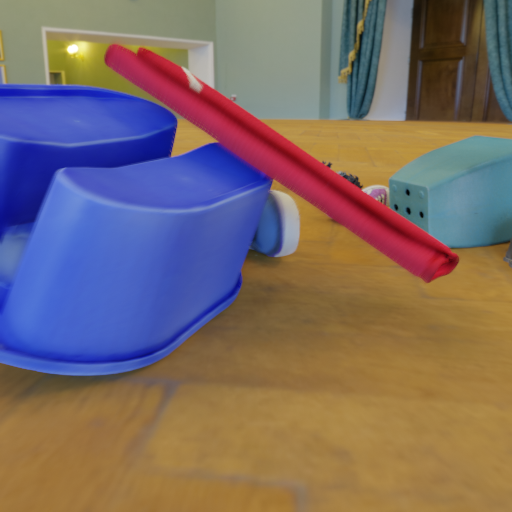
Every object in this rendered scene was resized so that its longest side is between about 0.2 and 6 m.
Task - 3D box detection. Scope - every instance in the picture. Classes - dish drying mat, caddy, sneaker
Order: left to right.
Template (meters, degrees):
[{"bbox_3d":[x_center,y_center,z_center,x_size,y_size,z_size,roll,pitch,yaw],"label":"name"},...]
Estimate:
[{"bbox_3d":[-1.764,-0.345,6.551,3.141,2.332,4.443,29,24,14],"label":"caddy"},{"bbox_3d":[-0.673,-0.564,9.144,1.996,1.098,2.726,-6,17,-20],"label":"sneaker"},{"bbox_3d":[0.311,-1.246,6.854,4.764,0.434,1.830,37,16,20],"label":"dish drying mat"},{"bbox_3d":[2.319,-0.960,11.526,1.699,0.616,0.969,-15,27,-20],"label":"sneaker"}]

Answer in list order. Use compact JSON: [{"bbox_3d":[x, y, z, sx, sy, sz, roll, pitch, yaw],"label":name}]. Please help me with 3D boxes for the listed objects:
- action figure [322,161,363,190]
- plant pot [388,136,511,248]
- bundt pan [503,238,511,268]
[{"bbox_3d":[2.162,-1.858,14.264,1.343,0.686,0.798,33,17,13],"label":"action figure"},{"bbox_3d":[3.660,-1.083,10.127,2.364,1.670,1.671,-16,22,-21],"label":"plant pot"},{"bbox_3d":[4.964,-0.202,8.541,2.134,0.801,2.134,0,16,0],"label":"bundt pan"}]
